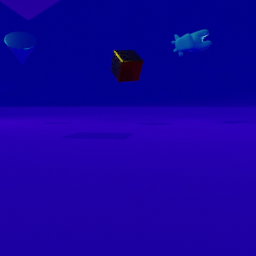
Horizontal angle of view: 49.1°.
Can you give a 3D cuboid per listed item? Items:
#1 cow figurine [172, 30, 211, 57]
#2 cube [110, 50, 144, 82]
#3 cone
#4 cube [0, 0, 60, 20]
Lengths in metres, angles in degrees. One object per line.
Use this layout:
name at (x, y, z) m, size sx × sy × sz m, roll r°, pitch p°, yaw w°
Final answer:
cow figurine at (2.536, -3.469, 11.495) m, size 1.592 × 0.888 × 1.618 m, roll -15°, pitch 7°, yaw 2°
cube at (-0.061, -2.334, 10.510) m, size 0.877 × 0.877 × 0.877 m, roll -9°, pitch 45°, yaw -24°
cone at (-4.241, -2.994, 11.181) m, size 1.173 × 1.177 × 1.173 m, roll 9°, pitch 48°, yaw -10°
cube at (-2.450, -3.624, 6.639) m, size 1.259 × 1.259 × 1.259 m, roll -27°, pitch -5°, yaw 11°
